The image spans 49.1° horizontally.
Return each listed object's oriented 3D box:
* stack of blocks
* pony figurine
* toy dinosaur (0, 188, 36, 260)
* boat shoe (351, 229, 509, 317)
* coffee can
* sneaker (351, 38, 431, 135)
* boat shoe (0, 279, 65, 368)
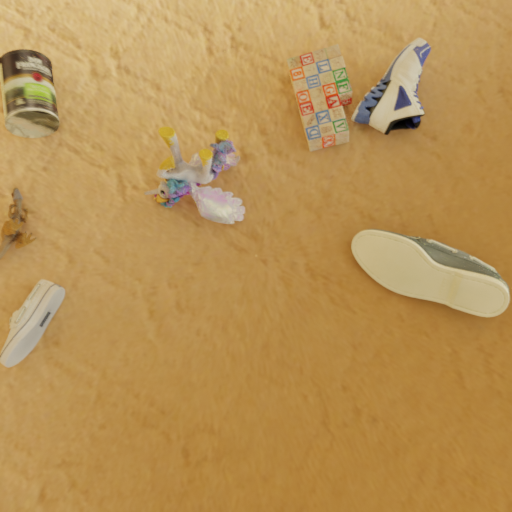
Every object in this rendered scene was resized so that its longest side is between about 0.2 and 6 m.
[{"bbox_3d":[1.472,-3.413,12.135,1.172,0.596,2.035,-14,74,6],"label":"stack of blocks"},{"bbox_3d":[-1.139,-1.656,11.193,2.039,2.112,1.759,-2,65,-17],"label":"pony figurine"},{"bbox_3d":[-5.008,-0.371,11.407,0.617,1.084,2.041,30,71,-38],"label":"toy dinosaur"},{"bbox_3d":[3.431,0.221,11.156,3.126,1.138,0.966,23,31,13],"label":"boat shoe"},{"bbox_3d":[-4.855,-3.444,11.974,1.095,1.095,1.497,-12,75,-3],"label":"coffee can"},{"bbox_3d":[3.218,-3.451,12.166,1.291,0.903,2.235,38,84,6],"label":"sneaker"},{"bbox_3d":[-4.455,1.263,10.855,0.590,0.646,1.796,24,74,12],"label":"boat shoe"}]
